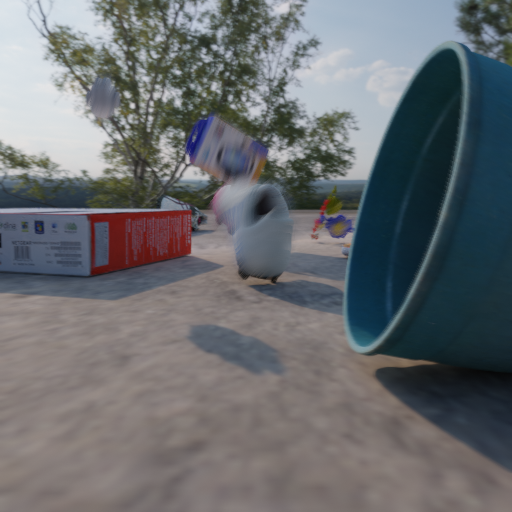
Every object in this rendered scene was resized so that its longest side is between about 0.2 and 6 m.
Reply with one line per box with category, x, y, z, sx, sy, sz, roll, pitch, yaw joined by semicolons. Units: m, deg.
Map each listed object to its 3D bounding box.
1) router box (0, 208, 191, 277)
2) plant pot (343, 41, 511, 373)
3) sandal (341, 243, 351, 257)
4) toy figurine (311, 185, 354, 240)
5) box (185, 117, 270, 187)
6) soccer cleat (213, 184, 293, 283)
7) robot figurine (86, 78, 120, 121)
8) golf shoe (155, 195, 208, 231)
router box;-3.189;-0.328;8.983;3.369;0.823;3.024;2;6;18
plant pot;1.597;-0.118;3.283;1.691;1.799;1.799;14;5;-3
sandal;2.799;-0.462;10.020;3.088;0.885;1.183;-5;8;-39
toy figurine;1.873;-0.820;12.591;0.841;0.741;1.404;20;-40;-4
box;-0.636;-2.203;12.085;1.782;1.061;0.370;25;-4;-35
soccer cleat;0.016;-0.585;7.246;0.813;1.005;2.328;8;27;-19
robot figurine;-2.348;-2.394;8.573;0.535;0.631;0.356;4;9;9
golf shoe;-2.321;-1.243;17.035;1.263;1.106;2.866;12;11;7
